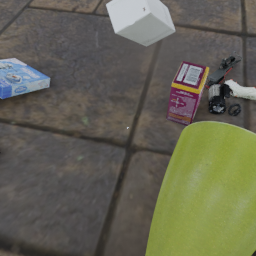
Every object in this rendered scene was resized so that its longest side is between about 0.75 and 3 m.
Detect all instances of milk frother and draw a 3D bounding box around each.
[{"bbox_3d":[3.026,-0.849,8.805,0.904,0.816,0.851,36,47,-27],"label":"milk frother"}]

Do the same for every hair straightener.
[{"bbox_3d":[3.378,-2.077,9.609,1.963,0.755,0.402,-36,56,-25],"label":"hair straightener"}]

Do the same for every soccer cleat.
[{"bbox_3d":[3.695,-1.156,9.112,1.297,0.449,0.503,31,62,30],"label":"soccer cleat"}]

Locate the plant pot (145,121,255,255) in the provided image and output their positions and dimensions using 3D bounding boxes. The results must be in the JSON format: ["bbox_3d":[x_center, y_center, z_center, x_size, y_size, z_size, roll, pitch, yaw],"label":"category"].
[{"bbox_3d":[1.602,1.742,5.635,2.578,2.578,2.756,27,65,20],"label":"plant pot"}]

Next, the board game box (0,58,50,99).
[{"bbox_3d":[-3.848,-1.672,9.078,1.827,0.396,1.818,29,31,21],"label":"board game box"}]

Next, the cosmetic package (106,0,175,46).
[{"bbox_3d":[0.366,-2.545,6.562,0.920,1.709,0.725,-20,85,26],"label":"cosmetic package"}]

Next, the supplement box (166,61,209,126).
[{"bbox_3d":[1.715,-0.976,8.196,0.815,1.580,1.034,18,53,14],"label":"supplement box"}]
